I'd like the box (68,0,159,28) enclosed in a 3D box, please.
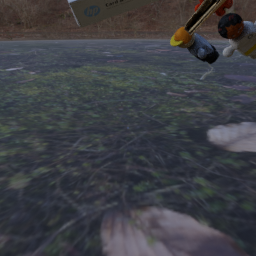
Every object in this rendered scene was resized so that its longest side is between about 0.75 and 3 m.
[{"bbox_3d":[-0.039,-2.084,2.562,1.544,1.980,0.408,-18,-12,2],"label":"box"}]

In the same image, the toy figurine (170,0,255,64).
[{"bbox_3d":[2.741,-3.340,8.045,1.905,2.696,2.738,19,-2,-35],"label":"toy figurine"}]

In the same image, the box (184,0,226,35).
[{"bbox_3d":[2.278,-3.061,5.217,2.536,0.270,2.073,-46,2,-20],"label":"box"}]
